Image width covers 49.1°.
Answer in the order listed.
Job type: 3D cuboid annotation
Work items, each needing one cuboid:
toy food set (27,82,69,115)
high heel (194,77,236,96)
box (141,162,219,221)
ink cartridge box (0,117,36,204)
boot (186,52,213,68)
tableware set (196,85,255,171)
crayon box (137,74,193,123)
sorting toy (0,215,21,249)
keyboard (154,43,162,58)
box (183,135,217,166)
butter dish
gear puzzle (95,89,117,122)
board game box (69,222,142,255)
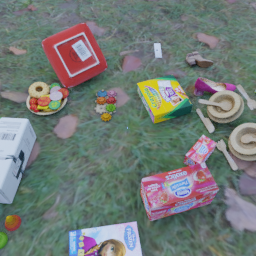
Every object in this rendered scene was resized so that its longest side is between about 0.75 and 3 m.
[{"bbox_3d":[-3.153,-1.167,10.953,1.607,0.395,1.624,1,52,1],"label":"toy food set"},{"bbox_3d":[3.500,-1.728,11.104,1.757,0.843,0.592,-1,52,-1],"label":"high heel"},{"bbox_3d":[1.457,1.862,8.212,2.021,1.007,0.965,-13,53,-10],"label":"box"},{"bbox_3d":[-4.277,0.955,8.855,1.891,1.071,2.579,4,52,5],"label":"ink cartridge box"},{"bbox_3d":[3.148,-3.078,12.444,1.125,0.395,0.823,-2,52,-1],"label":"boot"},{"bbox_3d":[3.672,-0.233,9.577,1.945,0.590,2.943,-31,53,12],"label":"tableware set"},{"bbox_3d":[1.377,-1.175,10.871,1.554,0.525,1.801,-16,54,-12],"label":"crayon box"},{"bbox_3d":[-3.564,2.955,7.702,0.490,0.487,1.413,23,55,17],"label":"sorting toy"},{"bbox_3d":[1.399,-3.631,13.097,0.299,0.057,1.063,-3,52,4],"label":"keyboard"},{"bbox_3d":[2.395,0.830,9.316,0.549,0.526,1.101,35,60,24],"label":"box"},{"bbox_3d":[-2.266,-2.903,11.698,2.109,1.563,2.115,-31,101,-17],"label":"butter dish"},{"bbox_3d":[-0.870,-0.911,10.868,0.847,0.214,1.635,0,52,0],"label":"gear puzzle"},{"bbox_3d":[-0.554,3.547,7.292,1.902,0.392,1.907,-7,53,-6],"label":"board game box"}]
